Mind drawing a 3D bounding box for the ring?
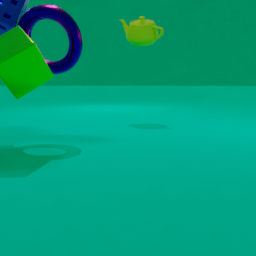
[{"bbox_3d":[-1.843,-2.050,6.600,1.595,1.595,0.319,2,26,10],"label":"ring"}]

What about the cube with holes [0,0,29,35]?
[{"bbox_3d":[-3.121,-2.775,6.514,1.198,1.198,1.198,23,-24,-22],"label":"cube with holes"}]

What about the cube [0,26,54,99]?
[{"bbox_3d":[-2.132,-1.268,5.429,0.860,0.860,0.860,-35,55,-12],"label":"cube"}]

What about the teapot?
[{"bbox_3d":[0.457,-3.527,10.067,1.884,0.922,1.171,21,42,31],"label":"teapot"}]
